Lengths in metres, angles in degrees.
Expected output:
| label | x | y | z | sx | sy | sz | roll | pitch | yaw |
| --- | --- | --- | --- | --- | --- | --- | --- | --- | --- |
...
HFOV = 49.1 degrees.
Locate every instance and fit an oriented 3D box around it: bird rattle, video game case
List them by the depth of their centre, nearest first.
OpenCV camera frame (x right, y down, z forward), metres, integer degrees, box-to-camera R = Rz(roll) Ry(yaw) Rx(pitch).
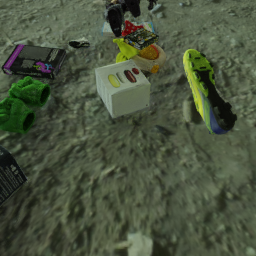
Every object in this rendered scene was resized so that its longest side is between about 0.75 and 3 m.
| label | x | y | z | sx | sy | sz | roll | pitch | yaw |
| --- | --- | --- | --- | --- | --- | --- | --- | --- | --- |
| bird rattle | 0.463 | -3.143 | 11.670 | 2.304 | 1.592 | 2.826 | 26 | 37 | 1 |
| video game case | 0.003 | -4.602 | 12.999 | 2.321 | 0.207 | 1.661 | 0 | 35 | 0 |

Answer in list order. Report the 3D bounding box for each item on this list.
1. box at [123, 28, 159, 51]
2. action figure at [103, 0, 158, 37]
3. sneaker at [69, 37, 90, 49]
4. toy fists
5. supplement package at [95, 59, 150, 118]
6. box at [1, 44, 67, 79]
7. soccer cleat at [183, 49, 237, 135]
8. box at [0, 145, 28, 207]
| label | x | y | z | sx | sy | sz | roll | pitch | yaw |
| --- | --- | --- | --- | --- | --- | --- | --- | --- | --- |
| box | 0.380 | -2.579 | 8.104 | 0.665 | 0.206 | 0.833 | 35 | 54 | 24 |
| action figure | -0.015 | -3.163 | 7.293 | 1.511 | 0.806 | 2.323 | -24 | 26 | 20 |
| sneaker | -2.189 | -3.858 | 12.636 | 0.944 | 0.356 | 0.543 | 1 | 42 | -9 |
| toy fists | -3.791 | -0.876 | 9.880 | 1.244 | 0.839 | 2.441 | 10 | 53 | 9 |
| supplement package | -0.199 | -1.449 | 10.122 | 1.487 | 1.144 | 1.555 | -19 | 52 | -15 |
| box | -3.860 | -2.785 | 11.688 | 2.231 | 0.403 | 1.595 | 7 | 52 | 7 |
| soccer cleat | 1.926 | -0.899 | 7.263 | 0.761 | 0.984 | 2.353 | -19 | 80 | -25 |
| box | -4.786 | 1.339 | 7.595 | 2.676 | 1.658 | 2.630 | 29 | 59 | 21 |
